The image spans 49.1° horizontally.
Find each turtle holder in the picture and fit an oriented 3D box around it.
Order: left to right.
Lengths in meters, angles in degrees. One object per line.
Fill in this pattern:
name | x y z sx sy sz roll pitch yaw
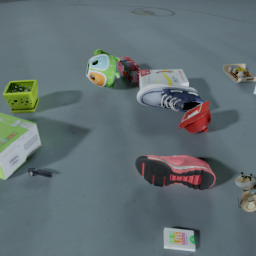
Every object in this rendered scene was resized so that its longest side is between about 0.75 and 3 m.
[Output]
turtle holder | -1.261 -3.091 14.027 1.472 2.073 1.575 7 -4 -17

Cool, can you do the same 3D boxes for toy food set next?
toy food set | 6.320 -3.112 15.530 1.355 0.571 1.889 -5 36 -7

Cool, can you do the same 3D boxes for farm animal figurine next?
farm animal figurine | 4.077 2.168 8.071 1.774 0.935 1.793 -2 41 18

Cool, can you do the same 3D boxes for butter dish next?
butter dish | 2.881 -0.259 11.358 1.346 0.995 1.342 -31 13 34

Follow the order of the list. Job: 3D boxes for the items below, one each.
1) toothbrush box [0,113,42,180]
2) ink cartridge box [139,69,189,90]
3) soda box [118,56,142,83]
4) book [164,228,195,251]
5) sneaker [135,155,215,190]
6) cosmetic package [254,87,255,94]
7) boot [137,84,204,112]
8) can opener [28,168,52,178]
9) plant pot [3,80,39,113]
toothbrush box | -4.871 0.459 10.103 2.689 1.158 1.958 15 39 19
ink cartridge box | 1.738 -2.177 13.922 2.247 0.937 1.631 -2 36 -2
soda box | 0.089 -3.297 15.652 0.656 0.724 2.069 -12 38 -16
book | 1.364 2.989 7.490 0.801 0.192 0.535 4 39 2
sneaker | 1.524 1.346 9.319 2.574 0.948 1.116 10 25 5
cosmetic package | 6.765 -2.008 13.829 0.785 0.782 0.483 26 43 31
boot | 1.920 -1.282 12.572 2.904 1.056 1.312 -4 31 -7
can opener | -2.965 1.492 9.441 0.878 0.278 0.345 8 36 11
plant pot | -4.730 -1.376 12.645 1.274 1.156 1.268 -3 37 -4
